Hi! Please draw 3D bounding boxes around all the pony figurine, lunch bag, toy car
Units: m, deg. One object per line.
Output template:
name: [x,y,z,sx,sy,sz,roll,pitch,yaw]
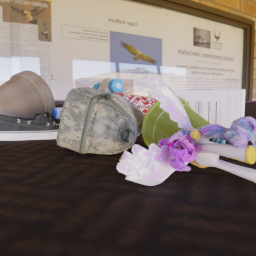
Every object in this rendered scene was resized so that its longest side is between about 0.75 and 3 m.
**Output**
pony figurine: [1.042,0.277,4.551,2.181,1.816,2.105,3,-25,44]
lunch bag: [-0.547,-0.157,7.411,1.891,1.571,2.255,17,10,5]
toy car: [-0.679,-1.428,16.777,2.703,2.390,2.491,27,-14,-30]

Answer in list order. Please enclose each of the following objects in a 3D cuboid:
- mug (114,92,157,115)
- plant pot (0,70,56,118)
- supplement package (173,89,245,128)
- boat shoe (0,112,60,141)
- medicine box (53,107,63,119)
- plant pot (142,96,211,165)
mug: [0.505,-0.659,11.248,2.238,1.493,1.986,3,9,-2]
plant pot: [-4.258,-0.813,10.528,2.312,2.312,2.006,5,25,33]
supplement package: [3.492,-0.885,12.166,2.908,1.593,1.654,2,8,21]
boat shoe: [-2.882,-0.095,9.086,2.986,0.845,1.025,-3,8,-21]
medicine box: [-1.776,-0.388,11.110,1.736,0.893,1.581,3,8,21]
plant pot: [1.252,0.156,6.182,1.443,1.443,1.370,-4,22,-26]
